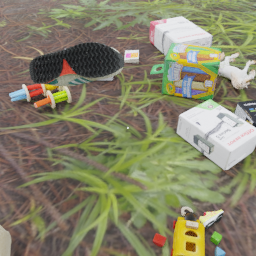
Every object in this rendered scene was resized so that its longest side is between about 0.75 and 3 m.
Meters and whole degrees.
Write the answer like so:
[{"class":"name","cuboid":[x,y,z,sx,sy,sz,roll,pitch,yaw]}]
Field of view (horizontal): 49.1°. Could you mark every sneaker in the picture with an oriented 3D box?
[{"class":"sneaker","cuboid":[2.206,2.321,7.400,0.804,0.314,0.363,-13,33,-34]},{"class":"sneaker","cuboid":[-1.280,-1.662,7.636,2.623,0.923,1.226,-6,3,16]}]

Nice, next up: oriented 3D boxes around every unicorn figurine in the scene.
[{"class":"unicorn figurine","cuboid":[4.871,-2.506,12.533,1.878,1.010,2.735,-38,38,-22]}]

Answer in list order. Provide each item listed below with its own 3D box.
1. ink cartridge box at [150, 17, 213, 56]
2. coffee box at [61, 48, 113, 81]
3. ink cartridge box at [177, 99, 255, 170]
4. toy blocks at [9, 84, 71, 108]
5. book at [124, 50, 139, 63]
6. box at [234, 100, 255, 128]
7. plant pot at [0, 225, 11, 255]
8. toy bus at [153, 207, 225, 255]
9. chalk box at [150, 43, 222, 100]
[{"class":"ink cartridge box","cuboid":[2.681,-4.647,14.631,2.091,1.217,2.871,-16,43,-17]},{"class":"coffee box","cuboid":[-1.900,-2.945,12.867,2.481,0.990,1.402,1,42,1]},{"class":"ink cartridge box","cuboid":[2.992,0.152,9.422,1.590,0.918,2.185,-26,48,-27]},{"class":"toy blocks","cuboid":[-3.526,-1.280,11.186,2.042,0.741,1.702,-22,46,-23]},{"class":"book","cuboid":[0.194,-3.665,14.266,0.723,0.260,1.082,0,41,3]},{"class":"box","cuboid":[5.713,-0.033,9.807,2.865,0.712,2.843,-8,43,-9]},{"class":"plant pot","cuboid":[-3.252,3.017,5.495,2.252,2.252,2.062,-6,31,-7]},{"class":"toy bus","cuboid":[1.490,2.573,6.781,1.473,0.806,1.561,-25,48,-25]},{"class":"chalk box","cuboid":[2.344,-2.433,11.769,2.727,1.690,1.702,10,42,11]}]
